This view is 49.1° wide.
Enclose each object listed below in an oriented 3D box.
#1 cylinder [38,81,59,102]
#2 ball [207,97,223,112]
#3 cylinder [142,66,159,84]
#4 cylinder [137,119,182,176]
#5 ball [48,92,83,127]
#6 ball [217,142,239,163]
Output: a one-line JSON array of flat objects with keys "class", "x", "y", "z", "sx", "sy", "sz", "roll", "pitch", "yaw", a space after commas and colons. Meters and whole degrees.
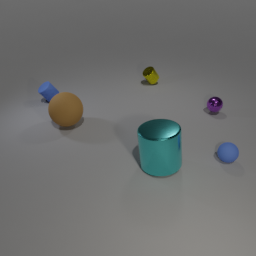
[{"class": "cylinder", "x": -3.765, "y": -1.725, "z": 13.281, "sx": 0.700, "sy": 0.700, "sz": 0.700, "roll": -22, "pitch": 44, "yaw": 23}, {"class": "ball", "x": 3.853, "y": -1.046, "z": 12.429, "sx": 0.700, "sy": 0.700, "sz": 0.700, "roll": 0, "pitch": 32, "yaw": 0}, {"class": "cylinder", "x": 1.244, "y": -2.852, "z": 15.186, "sx": 0.700, "sy": 0.700, "sz": 0.700, "roll": -20, "pitch": 48, "yaw": 24}, {"class": "cylinder", "x": 1.051, "y": 0.616, "z": 9.176, "sx": 1.400, "sy": 1.400, "sz": 1.400, "roll": -5, "pitch": 28, "yaw": 3}, {"class": "ball", "x": -2.526, "y": -0.759, "z": 11.405, "sx": 1.400, "sy": 1.400, "sz": 1.400, "roll": 0, "pitch": 32, "yaw": 0}, {"class": "ball", "x": 3.441, "y": 0.839, "z": 9.628, "sx": 0.700, "sy": 0.700, "sz": 0.700, "roll": 0, "pitch": 32, "yaw": 0}]
